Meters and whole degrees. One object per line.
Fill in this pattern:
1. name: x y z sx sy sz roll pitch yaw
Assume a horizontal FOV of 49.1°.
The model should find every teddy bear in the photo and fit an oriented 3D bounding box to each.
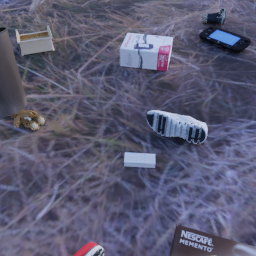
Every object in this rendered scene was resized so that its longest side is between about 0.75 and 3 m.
1. teddy bear: -2.840 -0.244 7.832 1.036 0.346 0.751 11 52 0

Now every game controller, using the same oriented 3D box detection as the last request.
1. game controller: 3.815 -3.528 11.108 1.010 0.408 1.936 -34 53 -30

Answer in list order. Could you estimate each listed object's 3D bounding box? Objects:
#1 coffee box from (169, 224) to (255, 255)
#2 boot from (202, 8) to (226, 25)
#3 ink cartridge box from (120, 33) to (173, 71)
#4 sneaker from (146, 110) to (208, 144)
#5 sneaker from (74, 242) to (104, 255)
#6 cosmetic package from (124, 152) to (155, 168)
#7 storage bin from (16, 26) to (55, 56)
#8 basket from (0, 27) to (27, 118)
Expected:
1. coffee box: 1.573 2.478 4.677 1.837 0.732 1.050 13 46 13
2. boot: 3.885 -5.079 12.666 0.990 0.473 1.311 8 44 12
3. ink cartridge box: 0.660 -2.753 10.073 1.728 0.729 1.251 8 45 9
4. sneaker: 1.312 -0.098 7.515 1.688 0.634 0.684 20 33 17
5. sneaker: -1.477 2.610 4.434 2.491 0.959 1.058 -34 49 -30
6. cosmetic package: 0.286 0.786 6.815 0.751 0.190 0.310 3 44 3
7. storage bin: -3.610 -3.448 10.895 1.255 0.588 1.246 -14 46 -14
8. basket: -2.727 -1.076 5.650 1.069 1.572 1.418 -9 29 3
